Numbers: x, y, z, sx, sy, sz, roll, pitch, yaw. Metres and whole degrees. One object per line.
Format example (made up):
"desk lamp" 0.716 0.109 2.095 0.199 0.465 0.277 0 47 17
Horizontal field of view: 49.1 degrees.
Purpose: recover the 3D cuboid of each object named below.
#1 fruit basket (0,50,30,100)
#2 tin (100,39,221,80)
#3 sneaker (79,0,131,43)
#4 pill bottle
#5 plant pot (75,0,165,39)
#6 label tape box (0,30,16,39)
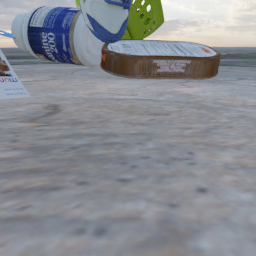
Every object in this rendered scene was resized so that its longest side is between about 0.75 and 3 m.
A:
"fruit basket" -2.324 -1.106 3.420 1.907 0.894 1.766 50 29 15
"tin" 0.721 -1.521 6.083 2.636 0.552 1.476 -1 35 -11
"sneaker" -0.100 -1.158 1.979 0.402 1.067 0.470 -5 15 -26
"pill bottle" -1.991 -2.670 8.069 2.745 1.523 1.523 14 21 27
"plant pot" -0.312 -3.768 8.921 2.077 1.885 2.067 33 -11 29
"label tape box" -3.099 -2.375 5.274 1.976 0.653 1.416 15 15 -29
